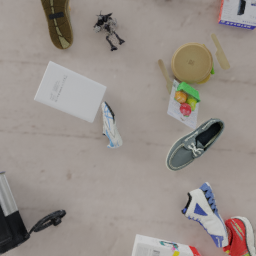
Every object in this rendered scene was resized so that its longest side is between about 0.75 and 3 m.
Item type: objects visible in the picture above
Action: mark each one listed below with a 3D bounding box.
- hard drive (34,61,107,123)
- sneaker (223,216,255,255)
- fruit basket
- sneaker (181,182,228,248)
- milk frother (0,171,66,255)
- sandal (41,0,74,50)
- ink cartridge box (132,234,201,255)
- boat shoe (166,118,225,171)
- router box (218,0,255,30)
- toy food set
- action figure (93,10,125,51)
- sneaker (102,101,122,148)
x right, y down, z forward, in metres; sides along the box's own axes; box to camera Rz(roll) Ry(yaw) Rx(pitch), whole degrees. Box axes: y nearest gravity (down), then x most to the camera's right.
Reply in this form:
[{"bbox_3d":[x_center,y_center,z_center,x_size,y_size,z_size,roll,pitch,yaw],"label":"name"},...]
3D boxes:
[{"bbox_3d":[-2.111,-1.307,10.498,2.293,0.306,1.513,22,87,-23],"label":"hard drive"},{"bbox_3d":[4.132,4.661,10.428,1.116,1.012,2.629,-7,78,8],"label":"sneaker"},{"bbox_3d":[2.085,-0.872,10.530,1.417,0.717,1.530,27,67,-25],"label":"fruit basket"},{"bbox_3d":[2.751,3.315,10.503,1.317,0.921,2.281,-18,80,3],"label":"sneaker"},{"bbox_3d":[-4.107,2.812,10.164,2.815,2.541,2.648,-19,86,-44],"label":"milk frother"},{"bbox_3d":[-2.695,-4.614,11.054,1.202,0.808,2.993,-5,101,5],"label":"sandal"},{"bbox_3d":[1.572,5.181,10.259,2.960,0.995,1.720,13,86,1],"label":"ink cartridge box"},{"bbox_3d":[2.553,0.606,10.623,2.748,0.849,1.001,-40,87,-2],"label":"boat shoe"},{"bbox_3d":[4.480,-4.754,11.204,1.485,0.363,1.333,10,86,1],"label":"router box"},{"bbox_3d":[2.513,-2.471,10.975,2.467,0.495,1.703,-22,87,14],"label":"toy food set"},{"bbox_3d":[-0.797,-3.904,10.932,0.987,0.848,1.661,-33,89,9],"label":"action figure"},{"bbox_3d":[-0.751,-0.116,10.787,0.672,0.667,1.855,-16,84,6],"label":"sneaker"}]
